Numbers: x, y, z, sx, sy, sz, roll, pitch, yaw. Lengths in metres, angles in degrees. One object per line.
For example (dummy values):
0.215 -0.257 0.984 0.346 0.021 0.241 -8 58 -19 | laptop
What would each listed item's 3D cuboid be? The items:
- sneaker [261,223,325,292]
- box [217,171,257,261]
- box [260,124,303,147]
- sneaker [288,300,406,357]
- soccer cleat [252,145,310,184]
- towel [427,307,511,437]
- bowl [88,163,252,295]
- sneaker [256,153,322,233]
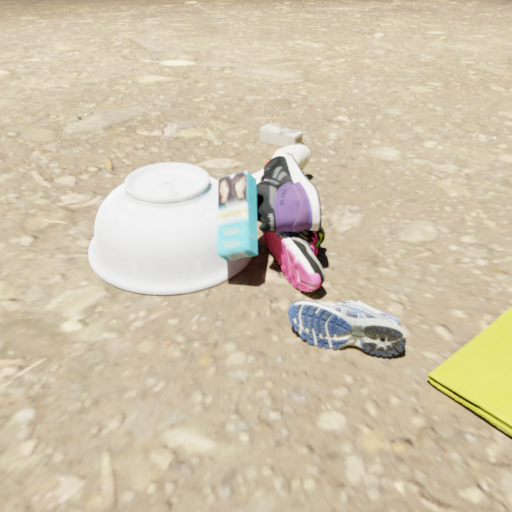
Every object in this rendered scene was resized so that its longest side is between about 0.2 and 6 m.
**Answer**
0.940 -0.247 11.172 1.134 0.956 2.592 -15 31 -11 | sneaker
-0.358 -0.756 10.542 0.662 0.396 1.609 -12 66 24 | box
0.742 -3.540 16.622 1.231 0.421 0.506 20 38 27 | box
1.521 1.131 9.470 1.980 0.763 0.843 15 26 9 | sneaker
0.434 -1.818 13.605 2.883 0.999 1.118 -33 47 -29 | soccer cleat
4.673 1.509 9.166 4.004 0.362 1.723 -26 38 -32 | towel
-1.777 -0.866 11.561 3.562 1.601 3.562 -1 33 0 | bowl
0.291 -1.339 11.444 1.301 1.125 2.972 -10 25 -8 | sneaker
